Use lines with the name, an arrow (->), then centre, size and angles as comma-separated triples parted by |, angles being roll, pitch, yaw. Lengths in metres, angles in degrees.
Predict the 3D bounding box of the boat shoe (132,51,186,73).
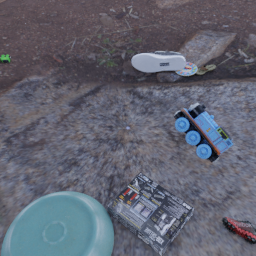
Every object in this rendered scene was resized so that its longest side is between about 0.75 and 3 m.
boat shoe -> 1.370, -3.085, 12.650 | 2.406, 0.863, 0.816 | -2, 37, 3

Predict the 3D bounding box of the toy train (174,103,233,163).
toy train -> 2.200, 0.098, 8.272 | 1.064, 0.807, 1.862 | -40, 77, 14

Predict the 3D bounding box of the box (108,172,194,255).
box -> 0.614, 2.267, 7.688 | 1.874, 0.466, 1.478 | 30, 53, 26

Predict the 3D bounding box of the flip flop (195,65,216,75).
flip flop -> 3.460, -2.676, 12.586 | 1.027, 0.296, 0.416 | -19, 49, -5

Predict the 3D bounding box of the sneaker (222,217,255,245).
sneaker -> 2.993, 2.622, 7.435 | 0.977, 0.345, 0.477 | 29, 53, 22

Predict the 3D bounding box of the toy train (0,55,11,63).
toy train -> -6.226, -3.230, 13.198 | 1.357, 0.283, 0.383 | -3, 56, -3

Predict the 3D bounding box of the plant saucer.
plant saucer -> -1.820, 2.747, 7.108 | 2.907, 0.523, 2.907 | -2, 46, 2

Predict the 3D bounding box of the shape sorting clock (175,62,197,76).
shape sorting clock -> 2.615, -2.683, 12.666 | 1.025, 0.201, 1.025 | -2, 43, 2
